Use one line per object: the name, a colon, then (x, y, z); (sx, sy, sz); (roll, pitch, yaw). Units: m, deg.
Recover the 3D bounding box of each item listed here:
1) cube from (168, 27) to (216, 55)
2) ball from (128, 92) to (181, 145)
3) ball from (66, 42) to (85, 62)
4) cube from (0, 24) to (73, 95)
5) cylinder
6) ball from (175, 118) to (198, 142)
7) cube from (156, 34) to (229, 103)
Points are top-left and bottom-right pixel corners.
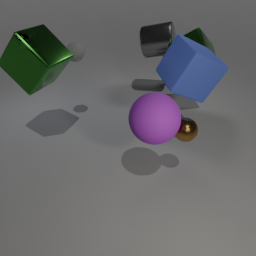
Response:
cube: (2.617, -2.793, 11.136); (1.400, 1.400, 1.400); (-23, 61, 32)
ball: (0.712, -0.252, 7.509); (1.400, 1.400, 1.400); (0, 33, 0)
ball: (-1.882, -2.718, 9.991); (0.700, 0.700, 0.700); (0, 33, 0)
cube: (-2.895, -2.168, 8.864); (1.400, 1.400, 1.400); (46, 36, -6)
cylinder: (1.375, -3.948, 12.605); (1.400, 1.400, 1.400); (-3, 31, 19)
ball: (1.652, 0.050, 8.018); (0.700, 0.700, 0.700); (0, 33, 0)
cube: (2.000, -1.889, 8.975); (1.400, 1.400, 1.400); (14, 34, -30)
